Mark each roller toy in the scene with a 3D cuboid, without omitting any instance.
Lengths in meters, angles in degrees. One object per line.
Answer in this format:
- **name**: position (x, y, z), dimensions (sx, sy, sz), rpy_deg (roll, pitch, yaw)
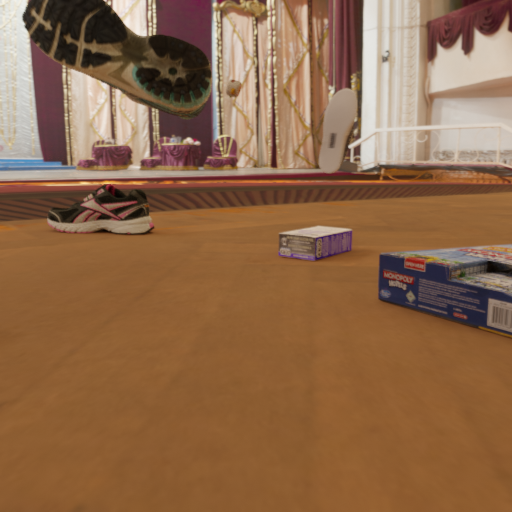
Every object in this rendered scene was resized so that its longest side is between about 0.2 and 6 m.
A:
- **roller toy**: position (-0.481, -3.675, 12.297), dimensions (0.276, 0.361, 0.395), rpy_deg (19, -3, 7)

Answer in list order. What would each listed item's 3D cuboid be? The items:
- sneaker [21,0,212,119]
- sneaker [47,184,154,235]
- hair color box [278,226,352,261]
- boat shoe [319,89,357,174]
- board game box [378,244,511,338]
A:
- **sneaker**: position (-2.179, -3.000, 8.809), dimensions (3.132, 1.215, 1.352), rpy_deg (29, -10, 1)
- **sneaker**: position (-4.295, -1.345, 15.627), dimensions (3.113, 1.344, 1.251), rpy_deg (1, 9, 12)
- **hair color box**: position (1.290, -0.288, 11.973), dimensions (0.899, 0.533, 1.644), rpy_deg (8, 11, 36)
- **boat shoe**: position (2.186, -3.245, 14.609), dimensions (0.780, 2.174, 0.737), rpy_deg (15, 21, 19)
- **board game box**: position (3.374, 0.349, 7.690), dimensions (2.376, 0.733, 2.377), rpy_deg (-7, 12, -33)
